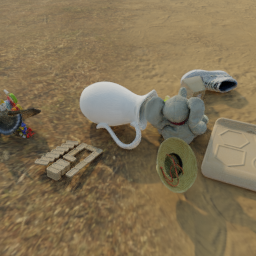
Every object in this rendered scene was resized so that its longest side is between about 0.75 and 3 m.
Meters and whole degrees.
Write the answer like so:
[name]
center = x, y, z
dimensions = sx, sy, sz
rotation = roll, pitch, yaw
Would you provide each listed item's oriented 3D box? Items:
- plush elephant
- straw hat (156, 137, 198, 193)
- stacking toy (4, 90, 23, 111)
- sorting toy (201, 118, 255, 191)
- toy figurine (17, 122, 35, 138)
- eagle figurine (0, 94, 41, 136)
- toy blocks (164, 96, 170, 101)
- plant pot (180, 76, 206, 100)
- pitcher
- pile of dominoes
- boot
[plush elephant]
center = 1.811, -0.475, 10.210
dimensions = 2.208, 2.076, 2.681
rotation = 12, 38, 15
[straw hat]
center = 1.254, 1.152, 8.417
dimensions = 1.684, 1.684, 0.713
rotation = -35, 4, -38
[stacking toy]
center = -5.073, -1.049, 12.013
dimensions = 1.077, 0.975, 0.455
rotation = 28, 56, 31
[sorting toy]
center = 4.168, 0.938, 9.682
dimensions = 2.761, 0.544, 2.983
rotation = 14, 43, 19
[toy figurine]
center = -4.092, -0.086, 10.972
dimensions = 0.945, 0.566, 0.498
rotation = 31, 46, 35
[eagle figurine]
center = -4.567, -0.466, 10.656
dimensions = 1.971, 1.487, 1.495
rotation = 24, 76, 2
[toy blocks]
center = 2.140, -1.020, 12.219
dimensions = 1.529, 0.555, 1.275
rotation = -15, 38, -19
[plant pot]
center = 3.031, -1.716, 12.979
dimensions = 0.959, 0.958, 0.849
rotation = -13, 49, -18
[pitcher]
center = -0.530, -0.543, 10.846
dimensions = 2.847, 1.726, 2.443
rotation = 12, 70, 25
[pile of dominoes]
center = -2.031, 1.097, 9.744
dimensions = 1.519, 0.310, 1.948
rotation = 19, 32, 25
[boot]
center = 3.976, -2.235, 13.563
dimensions = 2.625, 0.965, 1.254
rotation = -10, 31, -15
